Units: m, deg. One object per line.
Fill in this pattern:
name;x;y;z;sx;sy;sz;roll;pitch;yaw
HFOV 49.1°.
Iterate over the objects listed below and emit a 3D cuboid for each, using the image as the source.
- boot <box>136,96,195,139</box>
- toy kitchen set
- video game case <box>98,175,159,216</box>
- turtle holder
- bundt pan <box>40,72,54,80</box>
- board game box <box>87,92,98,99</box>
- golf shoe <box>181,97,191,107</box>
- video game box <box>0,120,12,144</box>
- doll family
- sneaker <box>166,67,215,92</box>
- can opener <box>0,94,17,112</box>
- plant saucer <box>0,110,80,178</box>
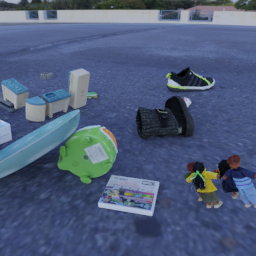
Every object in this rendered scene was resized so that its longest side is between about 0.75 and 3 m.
boot;1.117;-0.453;9.624;1.772;0.892;2.370;-2;26;-5
toy kitchen set;-3.161;-1.629;10.863;2.056;1.512;2.567;33;38;26
video game case;0.052;1.510;6.415;1.203;0.138;1.096;7;26;11
turtle holder;-0.997;0.654;7.171;1.278;1.683;1.195;34;29;-4
bundt pan;-4.512;-2.927;15.564;0.770;0.289;0.770;0;26;0
board game box;-1.969;-1.434;12.615;1.144;0.134;0.599;-7;24;-15
golf shoe;2.430;-1.069;11.596;0.425;0.335;0.923;1;25;2
video game box;-5.545;0.145;8.522;2.866;0.671;2.611;19;31;31
doll family;1.831;1.029;5.612;1.850;1.069;0.726;-18;10;40
sneaker;3.087;-2.377;13.466;2.612;1.082;0.937;-9;27;-18
can opener;-5.098;-1.170;11.586;0.663;0.525;1.995;-20;32;-37
plant saucer;-2.437;0.444;7.039;2.990;0.410;2.990;-27;14;7
